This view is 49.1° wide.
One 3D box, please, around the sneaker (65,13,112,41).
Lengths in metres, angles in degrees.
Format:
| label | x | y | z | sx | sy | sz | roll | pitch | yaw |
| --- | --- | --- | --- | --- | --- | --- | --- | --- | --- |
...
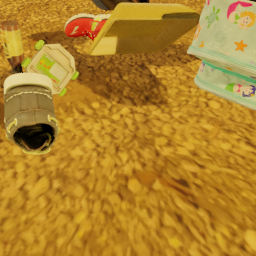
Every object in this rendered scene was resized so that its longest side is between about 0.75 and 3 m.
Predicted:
| label | x | y | z | sx | sy | sz | roll | pitch | yaw |
| --- | --- | --- | --- | --- | --- | --- | --- | --- | --- |
| sneaker | -1.060 | -3.086 | 8.936 | 2.143 | 0.825 | 0.910 | -1 | 75 | 14 |

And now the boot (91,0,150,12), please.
| label | x | y | z | sx | sy | sz | roll | pitch | yaw |
| --- | --- | --- | --- | --- | --- | --- | --- | --- | --- |
| boot | -0.215 | -3.917 | 8.247 | 1.263 | 0.973 | 2.606 | 1 | 0 | 22 |

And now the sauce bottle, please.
| label | x | y | z | sx | sy | sz | roll | pitch | yaw |
| --- | --- | --- | --- | --- | --- | --- | --- | --- | --- |
| sauce bottle | -2.634 | -1.779 | 6.468 | 0.432 | 1.309 | 0.432 | 4 | 37 | -3 |

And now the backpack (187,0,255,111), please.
| label | x | y | z | sx | sy | sz | roll | pitch | yaw |
| --- | --- | --- | --- | --- | --- | --- | --- | --- | --- |
| backpack | 2.489 | -1.476 | 5.427 | 2.469 | 2.094 | 2.781 | 29 | 18 | 25 |

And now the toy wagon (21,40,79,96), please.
| label | x | y | z | sx | sy | sz | roll | pitch | yaw |
| --- | --- | --- | --- | --- | --- | --- | --- | --- | --- |
| toy wagon | -1.740 | -1.135 | 5.984 | 0.270 | 1.059 | 1.365 | 18 | 71 | 54 |

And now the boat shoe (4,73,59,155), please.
| label | x | y | z | sx | sy | sz | roll | pitch | yaw |
| --- | --- | --- | --- | --- | --- | --- | --- | --- | --- |
| boat shoe | -1.444 | 0.030 | 4.206 | 0.798 | 2.232 | 0.667 | -5 | 70 | -18 |

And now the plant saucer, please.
| label | x | y | z | sx | sy | sz | roll | pitch | yaw |
| --- | --- | --- | --- | --- | --- | --- | --- | --- | --- |
| plant saucer | 0.293 | -2.444 | 6.916 | 2.246 | 0.544 | 2.247 | -10 | -1 | -22 |
